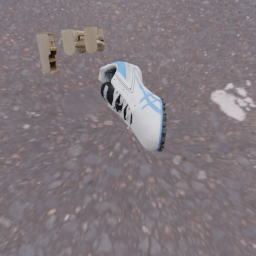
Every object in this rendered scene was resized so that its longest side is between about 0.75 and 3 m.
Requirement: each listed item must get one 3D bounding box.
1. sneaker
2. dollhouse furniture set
[{"bbox_3d":[0.024,-0.358,4.186,0.765,0.759,2.111,-4,35,-15],"label":"sneaker"},{"bbox_3d":[-1.430,-2.001,7.356,1.617,1.052,1.485,-4,17,4],"label":"dollhouse furniture set"}]
